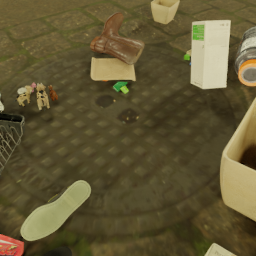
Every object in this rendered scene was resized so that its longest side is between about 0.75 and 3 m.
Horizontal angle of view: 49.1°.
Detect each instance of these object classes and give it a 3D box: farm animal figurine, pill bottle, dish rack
[{"bbox_3d":[-3.534,-1.340,10.617,1.503,0.756,1.214,13,47,13],"label":"farm animal figurine"},{"bbox_3d":[5.320,-2.961,11.661,1.535,1.535,2.890,17,49,16],"label":"pill bottle"},{"bbox_3d":[-4.548,0.592,8.811,1.960,0.697,2.556,6,47,7],"label":"dish rack"}]

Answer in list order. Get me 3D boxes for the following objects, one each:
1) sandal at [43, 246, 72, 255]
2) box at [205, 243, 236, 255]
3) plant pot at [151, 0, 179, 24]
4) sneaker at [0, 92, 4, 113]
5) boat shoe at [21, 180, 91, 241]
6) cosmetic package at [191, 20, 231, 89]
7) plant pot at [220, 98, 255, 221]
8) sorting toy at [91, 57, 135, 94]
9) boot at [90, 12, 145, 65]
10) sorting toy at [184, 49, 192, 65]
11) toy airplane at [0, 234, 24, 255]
[{"bbox_3d":[-2.149,3.299,6.367,1.859,0.419,0.698,-20,49,-19],"label":"sandal"},{"bbox_3d":[1.558,3.924,5.245,1.399,1.145,2.946,24,51,22],"label":"box"},{"bbox_3d":[1.987,-6.385,15.306,1.170,1.037,1.172,26,50,23],"label":"plant pot"},{"bbox_3d":[-5.141,-1.109,10.486,0.706,0.700,1.949,-32,45,-3],"label":"sneaker"},{"bbox_3d":[-1.835,2.160,7.348,2.007,0.604,0.716,-36,85,-19],"label":"boat shoe"},{"bbox_3d":[3.109,-2.807,10.694,1.021,2.406,1.295,-5,19,-9],"label":"cosmetic package"},{"bbox_3d":[3.807,1.160,7.138,2.597,2.299,2.594,27,52,23],"label":"plant pot"},{"bbox_3d":[-0.625,-2.212,11.726,1.840,0.366,2.490,2,42,-6],"label":"sorting toy"},{"bbox_3d":[-0.107,-4.095,12.708,2.673,0.859,2.492,26,78,35],"label":"boot"},{"bbox_3d":[3.575,-3.501,13.003,2.275,0.310,1.281,-31,52,-27],"label":"sorting toy"},{"bbox_3d":[-3.937,3.083,6.331,2.877,0.529,2.877,14,43,-14],"label":"toy airplane"}]
